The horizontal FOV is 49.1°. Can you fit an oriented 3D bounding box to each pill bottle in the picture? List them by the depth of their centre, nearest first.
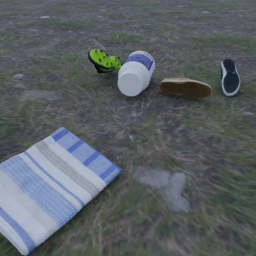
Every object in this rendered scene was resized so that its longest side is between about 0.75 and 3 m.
[{"bbox_3d":[0.281,-1.933,10.025,1.141,1.141,1.906,7,33,11],"label":"pill bottle"}]

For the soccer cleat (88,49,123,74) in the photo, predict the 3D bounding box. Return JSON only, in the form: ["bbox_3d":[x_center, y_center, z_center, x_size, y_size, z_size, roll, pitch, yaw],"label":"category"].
[{"bbox_3d":[-0.982,-2.419,10.607,0.901,0.750,2.222,-25,-6,23],"label":"soccer cleat"}]

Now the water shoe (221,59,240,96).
[{"bbox_3d":[3.737,-1.758,10.297,0.614,0.678,1.718,3,58,12],"label":"water shoe"}]

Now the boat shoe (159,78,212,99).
[{"bbox_3d":[1.977,-1.451,9.548,1.758,0.627,0.567,12,37,17],"label":"boat shoe"}]

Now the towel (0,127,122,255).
[{"bbox_3d":[-1.664,1.056,5.801,1.965,0.318,2.675,33,44,22],"label":"towel"}]
